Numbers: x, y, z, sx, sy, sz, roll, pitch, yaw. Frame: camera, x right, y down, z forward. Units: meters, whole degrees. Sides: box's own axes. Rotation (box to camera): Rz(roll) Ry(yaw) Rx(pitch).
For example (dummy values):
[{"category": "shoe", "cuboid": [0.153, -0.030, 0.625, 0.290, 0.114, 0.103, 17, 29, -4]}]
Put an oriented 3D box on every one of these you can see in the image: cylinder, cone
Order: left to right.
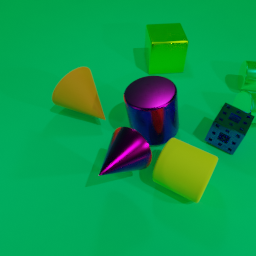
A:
[{"category": "cone", "cuboid": [-1.039, -0.660, 7.305, 1.315, 1.310, 1.310, 45, 60, 13]}, {"category": "cone", "cuboid": [-0.229, 0.639, 5.393, 1.004, 1.004, 1.008, 29, 41, 24]}, {"category": "cylinder", "cuboid": [0.602, -0.425, 6.880, 1.253, 1.253, 1.253, -7, 46, 7]}, {"category": "cylinder", "cuboid": [1.209, 0.881, 5.954, 1.046, 1.046, 1.046, 25, 53, 20]}, {"category": "cylinder", "cuboid": [3.285, -0.521, 7.245, 0.811, 0.811, 0.811, 5, 47, -14]}, {"category": "cylinder", "cuboid": [3.775, -1.514, 8.215, 0.859, 0.859, 0.859, 7, 49, 6]}]

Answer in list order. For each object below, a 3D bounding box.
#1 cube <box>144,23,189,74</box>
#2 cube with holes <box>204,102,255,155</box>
[{"category": "cube", "cuboid": [1.178, -2.536, 8.942, 1.141, 1.141, 1.141, -4, 48, -4]}, {"category": "cube with holes", "cuboid": [2.475, 0.012, 6.863, 0.762, 0.762, 0.762, 29, 52, 17]}]
